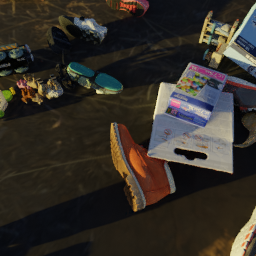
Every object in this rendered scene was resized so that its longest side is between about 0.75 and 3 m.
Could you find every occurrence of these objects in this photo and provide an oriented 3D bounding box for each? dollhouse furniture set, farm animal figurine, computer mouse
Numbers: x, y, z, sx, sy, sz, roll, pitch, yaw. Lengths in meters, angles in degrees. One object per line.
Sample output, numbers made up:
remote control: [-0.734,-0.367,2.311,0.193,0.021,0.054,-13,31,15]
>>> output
dollhouse furniture set: [2.938,-3.032,9.565,1.038,1.032,1.472,25,60,16]
farm animal figurine: [-2.623,-1.146,8.475,1.354,0.714,1.369,-12,34,-6]
computer mouse: [-2.279,-2.386,9.516,0.811,0.471,2.766,13,49,-44]

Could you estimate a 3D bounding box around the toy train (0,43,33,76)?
toy train: [-4.164,-2.290,9.257,1.981,0.844,1.129,-15,49,-10]

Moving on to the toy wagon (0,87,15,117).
toy wagon: [-4.154,-0.751,8.511,1.558,0.308,1.209,-28,61,-18]

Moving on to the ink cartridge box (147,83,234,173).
ink cartridge box: [1.762,-0.014,7.765,2.165,0.674,2.690,10,56,6]

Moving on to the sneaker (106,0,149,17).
sneaker: [-0.054,-5.105,11.237,1.970,0.726,0.854,30,51,11]

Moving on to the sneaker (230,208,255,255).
sneaker: [3.053,2.395,6.205,0.827,0.779,2.021,39,66,16]

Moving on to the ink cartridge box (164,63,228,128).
ink cartridge box: [1.933,-0.974,7.863,1.205,0.424,2.019,23,57,15]

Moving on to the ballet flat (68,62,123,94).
ballet flat: [-1.024,-1.445,8.768,1.868,0.693,0.693,28,61,9]

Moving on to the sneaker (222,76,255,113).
sneaker: [3.759,-0.794,8.265,2.187,0.895,0.843,29,16,31]

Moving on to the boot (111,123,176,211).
boot: [0.309,0.807,7.229,1.269,0.888,2.367,-17,66,-16]

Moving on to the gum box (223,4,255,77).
gum box: [4.743,-2.735,9.207,2.393,0.627,2.817,36,62,0]

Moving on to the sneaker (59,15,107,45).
sneaker: [-1.620,-3.716,10.269,1.836,0.680,0.813,27,60,6]

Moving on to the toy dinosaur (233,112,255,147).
toy dinosaur: [3.895,-0.023,7.927,1.367,0.787,2.704,17,49,28]
